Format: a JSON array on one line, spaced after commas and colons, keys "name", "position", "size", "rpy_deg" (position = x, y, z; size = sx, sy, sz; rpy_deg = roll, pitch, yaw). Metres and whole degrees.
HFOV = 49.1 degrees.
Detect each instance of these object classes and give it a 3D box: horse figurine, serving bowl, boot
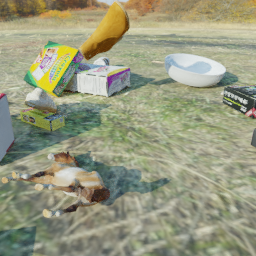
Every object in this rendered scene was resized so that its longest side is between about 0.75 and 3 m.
[{"name": "horse figurine", "position": [-1.175, 1.021, 5.332], "size": [2.526, 0.630, 1.674], "rpy_deg": [12, 8, 43]}, {"name": "serving bowl", "position": [3.032, -2.590, 13.083], "size": [2.817, 0.926, 2.817], "rpy_deg": [7, 30, -4]}, {"name": "boot", "position": [-0.863, -3.009, 9.200], "size": [1.665, 0.819, 2.326], "rpy_deg": [-37, -3, -11]}]

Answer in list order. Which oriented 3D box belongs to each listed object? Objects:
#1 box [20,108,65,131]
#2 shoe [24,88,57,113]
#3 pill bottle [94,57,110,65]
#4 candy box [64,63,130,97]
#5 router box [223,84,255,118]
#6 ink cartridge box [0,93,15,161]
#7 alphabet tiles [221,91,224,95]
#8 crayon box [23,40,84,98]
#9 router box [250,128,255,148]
[{"name": "box", "position": [-2.705, -0.298, 8.821], "size": [1.460, 0.366, 0.549], "rpy_deg": [15, 28, 31]}, {"name": "shoe", "position": [-2.722, -0.891, 9.088], "size": [0.798, 0.610, 2.284], "rpy_deg": [17, 1, -6]}, {"name": "pill bottle", "position": [-1.454, -3.655, 15.997], "size": [0.720, 0.720, 1.259], "rpy_deg": [4, 24, 10]}, {"name": "candy box", "position": [-1.658, -2.243, 12.546], "size": [3.000, 0.915, 2.045], "rpy_deg": [12, 26, 25]}, {"name": "router box", "position": [4.870, -1.042, 10.079], "size": [2.274, 0.707, 1.704], "rpy_deg": [-6, 25, -14]}, {"name": "ink cartridge box", "position": [-4.040, 0.030, 6.763], "size": [1.962, 1.419, 1.425], "rpy_deg": [-1, 24, -3]}, {"name": "alphabet tiles", "position": [4.595, -1.447, 11.777], "size": [1.207, 0.090, 1.234], "rpy_deg": [15, 27, 29]}, {"name": "crayon box", "position": [-3.118, -2.500, 11.708], "size": [1.785, 2.069, 0.603], "rpy_deg": [23, -12, 28]}, {"name": "router box", "position": [4.385, 0.503, 6.777], "size": [1.595, 0.546, 2.138], "rpy_deg": [-9, 25, -20]}]
